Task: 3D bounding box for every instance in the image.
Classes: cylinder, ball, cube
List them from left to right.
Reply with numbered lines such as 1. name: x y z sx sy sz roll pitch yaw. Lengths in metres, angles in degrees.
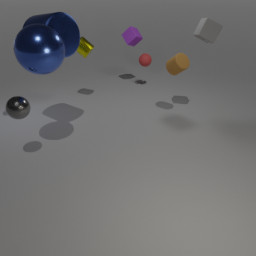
1. ball: -3.291 -0.606 8.389 0.700 0.700 0.700 0 28 0
2. ball: -2.504 -2.227 7.976 1.400 1.400 1.400 0 28 0
3. cylinder: -2.578 -3.096 9.413 1.400 1.400 1.400 13 30 39
4. cylinder: -2.010 -3.660 12.735 0.700 0.700 0.700 39 27 -12
5. cube: 0.230 -4.903 15.016 0.700 0.700 0.700 -11 69 -56
6. ball: 0.930 -3.668 15.126 0.700 0.700 0.700 0 28 0
7. cylinder: 2.020 -2.592 11.402 0.700 0.700 0.700 -19 -3 -30
8. cube: 3.063 -3.747 10.789 0.700 0.700 0.700 24 15 -12
